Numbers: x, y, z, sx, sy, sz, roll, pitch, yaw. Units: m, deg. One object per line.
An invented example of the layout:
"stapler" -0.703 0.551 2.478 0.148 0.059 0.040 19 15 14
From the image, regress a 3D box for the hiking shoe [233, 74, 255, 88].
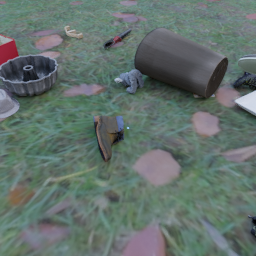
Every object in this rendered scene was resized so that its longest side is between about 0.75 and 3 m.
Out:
"hiking shoe" 4.214 -1.538 9.415 1.247 0.628 0.472 -22 8 16

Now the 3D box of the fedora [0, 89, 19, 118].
"fedora" -3.961 -0.826 8.575 1.153 0.521 1.020 30 49 31

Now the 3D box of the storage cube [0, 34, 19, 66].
"storage cube" -4.811 -2.704 10.356 1.033 1.086 1.208 24 46 25

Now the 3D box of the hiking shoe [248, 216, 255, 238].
"hiking shoe" 2.604 2.078 5.342 0.474 0.357 0.942 -3 31 9

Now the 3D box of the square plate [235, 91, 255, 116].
"square plate" 4.525 -0.597 8.509 1.809 0.260 1.827 -22 45 -25

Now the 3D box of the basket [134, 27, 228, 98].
"basket" 1.826 -2.106 9.241 2.468 1.678 2.225 32 37 28

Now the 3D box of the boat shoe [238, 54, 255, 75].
"boat shoe" 3.841 -1.748 7.545 1.626 0.579 0.489 15 63 25

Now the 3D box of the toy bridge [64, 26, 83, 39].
"toy bridge" -2.658 -4.475 13.140 0.452 0.183 1.345 -28 48 -29

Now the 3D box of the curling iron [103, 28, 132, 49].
"curling iron" -0.391 -3.989 12.435 0.554 0.285 2.234 -18 20 41

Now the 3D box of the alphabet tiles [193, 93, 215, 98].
"alphabet tiles" 2.496 -1.281 9.492 0.688 0.031 0.823 -3 41 -3

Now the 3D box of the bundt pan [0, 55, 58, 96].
"bundt pan" -3.296 -1.730 9.481 1.954 0.733 1.954 0 41 0

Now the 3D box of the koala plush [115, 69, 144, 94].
"koala plush" 0.018 -1.659 9.498 0.804 0.739 0.713 17 41 37

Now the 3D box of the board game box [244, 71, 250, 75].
"board game box" 5.584 -1.946 9.825 1.829 0.627 2.212 -25 46 -29

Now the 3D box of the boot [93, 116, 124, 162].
"boot" -0.410 0.168 7.317 0.836 0.644 1.724 -10 39 -8
